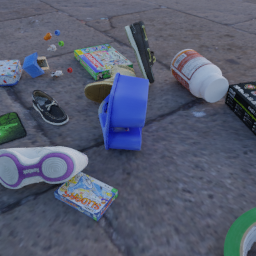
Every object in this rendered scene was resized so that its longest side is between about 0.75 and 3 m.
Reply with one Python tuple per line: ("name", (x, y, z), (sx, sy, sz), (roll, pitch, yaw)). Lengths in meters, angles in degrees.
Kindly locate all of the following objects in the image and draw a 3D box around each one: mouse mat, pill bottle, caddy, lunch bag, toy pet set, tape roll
("mouse mat", (-4.931, 0.142, 10.064), (2.219, 0.084, 1.785), (-21, 43, -24))
("pill bottle", (3.026, -2.217, 11.950), (1.472, 1.472, 2.625), (-13, 40, -16))
("caddy", (-0.202, -0.571, 9.366), (1.547, 2.084, 2.947), (7, 38, 1))
("lunch bag", (-5.775, -2.597, 13.115), (1.396, 0.658, 1.742), (-6, 39, -5))
("toy pet set", (-3.866, -3.229, 12.900), (1.892, 2.026, 1.076), (-14, 9, 24))
("tape roll", (3.301, 2.733, 5.677), (2.533, 0.609, 2.533), (-16, 34, 11))

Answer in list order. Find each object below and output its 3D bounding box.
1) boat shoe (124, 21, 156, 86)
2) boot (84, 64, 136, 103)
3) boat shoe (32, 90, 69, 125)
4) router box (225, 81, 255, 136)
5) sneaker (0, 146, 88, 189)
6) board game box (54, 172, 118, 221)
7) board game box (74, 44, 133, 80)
("boat shoe", (0.730, -3.134, 12.016), (0.839, 2.786, 0.993), (-24, 32, 2))
("boot", (-0.700, -1.991, 12.089), (2.549, 0.928, 1.982), (-8, 39, -12))
("boat shoe", (-3.056, -0.840, 10.835), (0.800, 0.653, 2.166), (-26, 45, -29))
("router box", (5.370, -0.713, 10.464), (2.193, 0.909, 2.927), (-8, 39, -11))
("sneaker", (-2.582, 1.111, 8.186), (2.991, 1.120, 1.490), (-1, 3, 18))
("board game box", (-1.150, 1.824, 7.743), (1.470, 0.253, 0.995), (20, 42, 24))
("board game box", (-1.320, -3.477, 14.408), (2.015, 0.436, 2.994), (-18, 41, -22))
